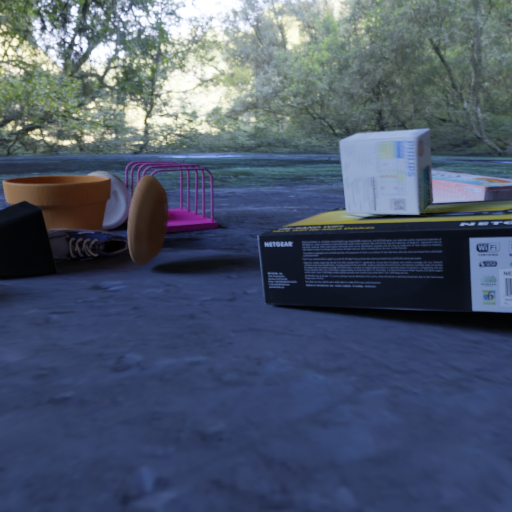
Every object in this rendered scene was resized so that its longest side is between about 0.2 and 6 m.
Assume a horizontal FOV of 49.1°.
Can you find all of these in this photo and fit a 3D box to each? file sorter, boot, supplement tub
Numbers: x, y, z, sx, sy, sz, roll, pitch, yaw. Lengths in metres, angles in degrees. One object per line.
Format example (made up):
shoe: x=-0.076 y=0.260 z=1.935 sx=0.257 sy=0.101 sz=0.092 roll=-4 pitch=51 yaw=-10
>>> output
file sorter: x=-2.447 y=-1.711 z=15.450 sx=1.859 sy=1.678 sz=2.675 roll=-6 pitch=15 yaw=-26
boot: x=-3.555 y=-0.226 z=11.364 sx=0.850 sy=0.684 sz=1.881 roll=8 pitch=14 yaw=40
supplement tub: x=-4.179 y=-1.541 z=15.227 sx=1.451 sy=1.451 sz=2.006 roll=-4 pitch=13 yaw=-15

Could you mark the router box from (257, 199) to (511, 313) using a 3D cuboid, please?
router box: x=2.793 y=-0.132 z=8.892 sx=4.446 sy=1.161 sz=3.495 roll=-1 pitch=11 yaw=29

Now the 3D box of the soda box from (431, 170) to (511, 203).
soda box: x=4.171 y=-1.181 z=13.363 sx=1.485 sy=1.598 sz=4.672 roll=-7 pitch=15 yaw=-22

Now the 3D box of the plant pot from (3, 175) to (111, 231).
plant pot: x=-4.321 y=-0.922 z=12.374 sx=2.235 sy=1.565 sz=2.235 roll=0 pitch=12 yaw=0

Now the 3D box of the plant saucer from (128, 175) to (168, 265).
plant saucer: x=-1.993 y=-0.662 z=10.573 sx=0.317 sy=1.696 sz=1.696 roll=7 pitch=14 yaw=5

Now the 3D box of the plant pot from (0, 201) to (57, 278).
plant pot: x=-4.579 y=-0.236 z=10.450 sx=1.132 sy=1.276 sz=1.273 roll=-18 pitch=21 yaw=-32

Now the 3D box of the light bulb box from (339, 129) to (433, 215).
light bulb box: x=1.988 y=-1.268 z=8.493 sx=1.178 sy=1.167 sz=0.735 roll=5 pitch=23 yaw=34
